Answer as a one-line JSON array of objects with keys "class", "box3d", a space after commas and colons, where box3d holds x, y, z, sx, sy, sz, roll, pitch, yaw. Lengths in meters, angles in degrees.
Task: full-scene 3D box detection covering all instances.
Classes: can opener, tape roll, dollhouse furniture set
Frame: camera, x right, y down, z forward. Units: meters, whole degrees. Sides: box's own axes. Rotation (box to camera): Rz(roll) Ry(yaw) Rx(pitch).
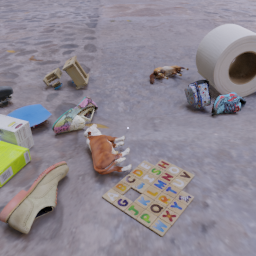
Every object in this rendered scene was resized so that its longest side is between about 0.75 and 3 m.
[{"class": "can opener", "box3d": [-5.753, -0.965, 10.917, 2.556, 0.850, 0.673, -31, 45, -31]}, {"class": "tape roll", "box3d": [4.529, -2.884, 12.044, 2.720, 2.720, 1.867, -7, 33, -10]}, {"class": "dollhouse furniture set", "box3d": [-2.826, -2.348, 13.006, 1.632, 1.150, 1.144, -26, 29, 15]}]

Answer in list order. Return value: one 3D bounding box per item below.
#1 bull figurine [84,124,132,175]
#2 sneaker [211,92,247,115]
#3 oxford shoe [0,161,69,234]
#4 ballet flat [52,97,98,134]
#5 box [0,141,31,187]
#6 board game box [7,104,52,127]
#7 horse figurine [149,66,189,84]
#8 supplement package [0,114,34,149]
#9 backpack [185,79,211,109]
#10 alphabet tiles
[{"class": "bull figurine", "box3d": [-0.643, 0.610, 8.386, 1.229, 0.659, 2.024, -7, 39, -10]}, {"class": "sneaker", "box3d": [3.981, -0.920, 10.896, 1.752, 0.695, 0.837, -25, 42, -32]}, {"class": "oxford shoe", "box3d": [-2.101, 1.698, 7.042, 0.847, 0.812, 2.295, 36, 39, 4]}, {"class": "ballet flat", "box3d": [-1.768, -0.412, 10.178, 0.811, 0.788, 2.280, 31, 39, 6]}, {"class": "box", "box3d": [-4.213, 0.875, 8.286, 2.210, 0.527, 1.347, 13, 35, 19]}, {"class": "board game box", "box3d": [-3.645, -0.302, 10.294, 1.427, 0.352, 1.806, -26, 35, -27]}, {"class": "horse figurine", "box3d": [1.911, -2.707, 13.693, 2.154, 0.538, 1.428, -16, 24, -13]}, {"class": "supplement package", "box3d": [-3.749, 0.209, 8.937, 1.190, 0.927, 0.660, 13, 35, 20]}, {"class": "backpack", "box3d": [2.784, -1.296, 11.031, 0.860, 1.063, 1.116, -23, 6, -3]}, {"class": "alphabet tiles", "box3d": [0.758, 1.644, 7.529, 1.896, 0.086, 2.268, 24, 40, 32]}]
